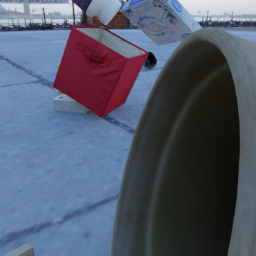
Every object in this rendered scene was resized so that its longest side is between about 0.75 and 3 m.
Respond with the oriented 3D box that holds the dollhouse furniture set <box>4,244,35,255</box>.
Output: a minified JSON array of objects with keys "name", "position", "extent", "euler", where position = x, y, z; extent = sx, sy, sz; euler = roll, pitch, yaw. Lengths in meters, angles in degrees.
[{"name":"dollhouse furniture set","position":[-1.768,1.511,2.599],"extent":[1.369,1.173,1.440],"euler":[-20,30,-39]}]

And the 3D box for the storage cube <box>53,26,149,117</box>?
[{"name":"storage cube","position":[-0.816,-1.783,8.535],"extent":[1.855,1.951,2.170],"euler":[32,28,9]}]

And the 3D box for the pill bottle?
[{"name":"pill bottle","position":[-1.118,-3.886,7.997],"extent":[1.868,1.041,1.041],"euler":[40,22,-10]}]

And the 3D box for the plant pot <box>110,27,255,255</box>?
[{"name":"plant pot","position":[1.356,0.834,2.670],"extent":[2.510,2.892,2.892],"euler":[13,22,-8]}]

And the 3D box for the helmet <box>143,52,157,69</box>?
[{"name":"helmet","position":[1.127,-3.613,15.120],"extent":[0.855,0.815,0.855],"euler":[-21,43,21]}]

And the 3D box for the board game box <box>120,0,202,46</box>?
[{"name":"board game box","position":[1.095,-3.661,9.440],"extent":[2.032,0.443,2.042],"euler":[33,-13,-34]}]

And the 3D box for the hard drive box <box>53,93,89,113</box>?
[{"name":"hard drive box","position":[-1.733,-0.830,9.087],"extent":[1.069,0.411,0.833],"euler":[5,24,11]}]

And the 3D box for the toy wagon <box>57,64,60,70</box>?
[{"name":"toy wagon","position":[-2.109,-2.857,13.618],"extent":[2.321,0.592,2.991],"euler":[-9,25,-20]}]
